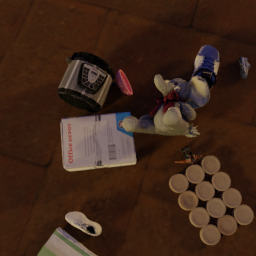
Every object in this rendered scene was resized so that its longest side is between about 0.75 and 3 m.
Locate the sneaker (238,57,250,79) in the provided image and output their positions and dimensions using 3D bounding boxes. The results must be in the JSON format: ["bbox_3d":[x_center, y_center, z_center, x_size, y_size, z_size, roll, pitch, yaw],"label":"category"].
[{"bbox_3d":[4.904,-2.513,11.632,0.410,0.371,0.963,-4,78,-5],"label":"sneaker"}]

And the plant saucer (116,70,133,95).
[{"bbox_3d":[-0.178,-1.767,11.113,0.277,1.092,1.092,-25,78,13],"label":"plant saucer"}]

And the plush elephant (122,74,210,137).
[{"bbox_3d":[1.574,-0.924,10.094,2.879,2.371,2.229,10,76,-39],"label":"plush elephant"}]

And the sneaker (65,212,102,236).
[{"bbox_3d":[-1.622,3.448,10.138,1.432,0.623,0.533,23,79,6],"label":"sneaker"}]

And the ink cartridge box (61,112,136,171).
[{"bbox_3d":[-1.080,0.536,10.536,2.592,1.113,1.898,-6,77,-1],"label":"ink cartridge box"}]

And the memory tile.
[{"bbox_3d":[3.078,2.667,10.512,2.202,0.241,2.873,-30,79,-6],"label":"memory tile"}]

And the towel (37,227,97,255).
[{"bbox_3d":[-2.494,5.184,9.923,1.962,0.404,2.630,33,82,9],"label":"towel"}]

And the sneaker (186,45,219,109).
[{"bbox_3d":[3.052,-2.102,10.920,1.070,1.529,2.648,22,79,1],"label":"sneaker"}]

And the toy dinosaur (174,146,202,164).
[{"bbox_3d":[2.316,1.089,10.766,1.047,0.535,0.711,-22,94,-26],"label":"toy dinosaur"}]

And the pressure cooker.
[{"bbox_3d":[-1.558,-1.840,10.735,1.851,1.822,2.072,16,76,24],"label":"pressure cooker"}]
